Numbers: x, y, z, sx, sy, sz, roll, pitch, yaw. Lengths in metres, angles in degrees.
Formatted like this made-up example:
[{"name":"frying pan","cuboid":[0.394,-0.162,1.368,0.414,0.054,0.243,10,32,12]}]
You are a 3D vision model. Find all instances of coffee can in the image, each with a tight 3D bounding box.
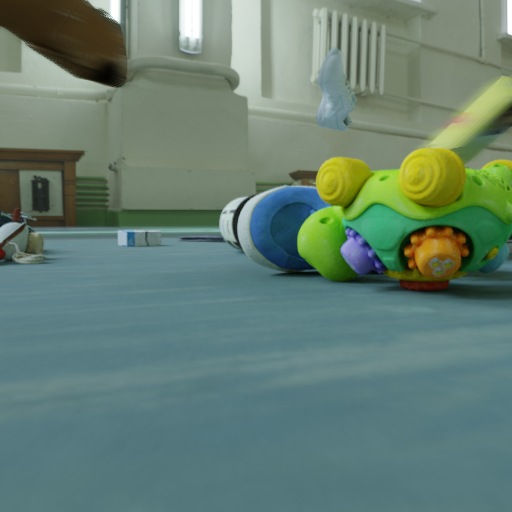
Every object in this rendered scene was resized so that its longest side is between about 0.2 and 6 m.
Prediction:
[{"name":"coffee can","cuboid":[-0.048,-0.614,10.840,1.123,1.123,1.534,-1,4,-12]}]

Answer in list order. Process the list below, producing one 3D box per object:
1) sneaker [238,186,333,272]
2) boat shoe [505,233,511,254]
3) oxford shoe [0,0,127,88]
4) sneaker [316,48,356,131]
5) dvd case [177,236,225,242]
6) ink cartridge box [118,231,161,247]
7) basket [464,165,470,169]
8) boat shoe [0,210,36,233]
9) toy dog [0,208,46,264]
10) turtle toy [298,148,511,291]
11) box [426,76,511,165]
[{"name":"sneaker","cuboid":[1.387,-0.359,6.734,3.017,1.158,1.678,5,-8,-34]},{"name":"boat shoe","cuboid":[5.053,-0.439,10.949,2.739,0.775,0.940,-1,4,-10]},{"name":"oxford shoe","cuboid":[-2.877,-3.284,8.237,1.106,1.105,3.100,-22,-9,24]},{"name":"sneaker","cuboid":[1.845,-3.654,12.450,0.836,0.733,2.085,25,-28,22]},{"name":"dvd case","cuboid":[-1.194,-0.517,16.981,1.941,0.155,1.443,2,4,33]},{"name":"ink cartridge box","cuboid":[-2.908,-0.438,13.991,0.915,0.383,0.664,-2,4,-32]},{"name":"basket","cuboid":[2.838,-0.869,9.865,2.531,1.760,2.231,11,7,12]},{"name":"boat shoe","cuboid":[-4.854,-0.501,11.083,0.905,0.747,2.417,0,-3,1]},{"name":"toy dog","cuboid":[-3.924,-0.335,8.786,1.130,0.825,1.714,-2,5,-22]},{"name":"turtle toy","cuboid":[1.385,-0.297,5.415,1.748,1.212,2.399,-2,3,-41]},{"name":"box","cuboid":[3.170,-1.839,8.004,0.569,0.379,1.512,8,-33,-26]}]
